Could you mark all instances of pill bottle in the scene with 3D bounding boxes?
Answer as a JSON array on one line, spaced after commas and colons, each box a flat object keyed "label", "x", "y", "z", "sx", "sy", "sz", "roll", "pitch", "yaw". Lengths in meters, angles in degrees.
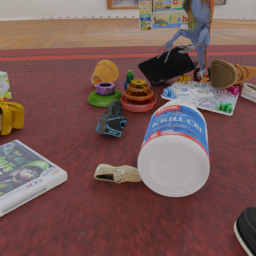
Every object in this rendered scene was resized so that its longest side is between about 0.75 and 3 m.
[{"label": "pill bottle", "x": 1.128, "y": 0.258, "z": 6.592, "sx": 1.452, "sy": 1.452, "sz": 2.587, "roll": 5, "pitch": 27, "yaw": 10}]

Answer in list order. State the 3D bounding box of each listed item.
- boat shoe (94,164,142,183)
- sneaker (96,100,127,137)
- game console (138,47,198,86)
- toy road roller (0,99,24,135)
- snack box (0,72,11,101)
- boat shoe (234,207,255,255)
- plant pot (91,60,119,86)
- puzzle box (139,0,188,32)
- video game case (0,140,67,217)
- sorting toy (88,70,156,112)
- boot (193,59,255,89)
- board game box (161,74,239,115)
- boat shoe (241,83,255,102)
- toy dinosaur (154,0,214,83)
[{"label": "boat shoe", "x": -0.206, "y": 1.064, "z": 6.200, "sx": 1.103, "sy": 0.398, "sz": 0.358, "roll": 7, "pitch": 38, "yaw": 14}, {"label": "sneaker", "x": -0.403, "y": -0.264, "z": 8.716, "sx": 0.759, "sy": 0.679, "sz": 1.854, "roll": 21, "pitch": 32, "yaw": 0}, {"label": "game console", "x": 1.760, "y": -2.735, "z": 12.010, "sx": 2.066, "sy": 1.202, "sz": 1.817, "roll": -17, "pitch": 17, "yaw": 28}, {"label": "toy road roller", "x": -3.940, "y": -0.430, "z": 8.478, "sx": 1.267, "sy": 1.067, "sz": 1.736, "roll": -7, "pitch": 30, "yaw": -41}, {"label": "snack box", "x": -5.020, "y": -1.361, "z": 10.239, "sx": 0.397, "sy": 1.066, "sz": 1.499, "roll": 11, "pitch": 29, "yaw": 20}, {"label": "boat shoe", "x": 2.735, "y": 1.961, "z": 3.851, "sx": 1.052, "sy": 0.901, "sz": 2.877, "roll": -13, "pitch": 28, "yaw": -23}, {"label": "plant pot", "x": -1.095, "y": -2.289, "z": 12.294, "sx": 1.065, "sy": 1.065, "sz": 0.975, "roll": 12, "pitch": 45, "yaw": 23}, {"label": "puzzle box", "x": 1.319, "y": -4.037, "z": 9.696, "sx": 1.892, "sy": 1.259, "sz": 0.241, "roll": 0, "pitch": 31, "yaw": 8}, {"label": "video game case", "x": -2.870, "y": 1.067, "z": 6.290, "sx": 2.256, "sy": 0.264, "sz": 2.051, "roll": 22, "pitch": 34, "yaw": 37}, {"label": "sorting toy", "x": -0.189, "y": -1.441, "z": 10.359, "sx": 2.677, "sy": 1.099, "sz": 1.609, "roll": 12, "pitch": 29, "yaw": 23}, {"label": "boot", "x": 4.357, "y": -2.239, "z": 11.519, "sx": 2.320, "sy": 1.105, "sz": 2.999, "roll": -2, "pitch": 14, "yaw": -13}, {"label": "board game box", "x": 2.899, "y": -1.409, "z": 10.872, "sx": 2.568, "sy": 0.332, "sz": 2.567, "roll": 17, "pitch": 30, "yaw": 19}, {"label": "boat shoe", "x": 5.116, "y": -1.360, "z": 10.579, "sx": 0.658, "sy": 0.760, "sz": 1.782, "roll": -13, "pitch": 29, "yaw": -24}, {"label": "toy dinosaur", "x": 1.897, "y": -2.469, "z": 7.026, "sx": 2.732, "sy": 2.479, "sz": 1.434, "roll": -33, "pitch": 35, "yaw": 15}]
